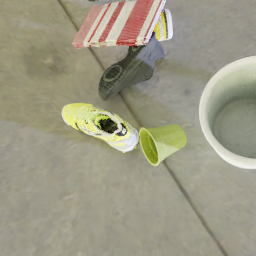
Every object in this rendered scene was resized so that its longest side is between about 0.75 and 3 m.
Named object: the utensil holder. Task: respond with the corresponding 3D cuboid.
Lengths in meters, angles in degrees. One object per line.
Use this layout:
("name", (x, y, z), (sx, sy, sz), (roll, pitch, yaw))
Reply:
("utensil holder", (2.875, -0.115, 6.464), (2.174, 2.558, 2.174), (-4, 77, 19))

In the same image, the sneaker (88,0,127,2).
("sneaker", (-0.658, -3.981, 8.282), (1.650, 0.583, 0.818), (24, 56, 20))

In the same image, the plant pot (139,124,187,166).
("plant pot", (0.979, 0.340, 7.485), (1.004, 1.057, 1.057), (-20, 74, -18))

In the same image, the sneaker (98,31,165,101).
("sneaker", (0.148, -1.592, 8.040), (2.387, 1.083, 0.906), (-45, 42, 8))

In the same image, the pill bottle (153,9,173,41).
("pill bottle", (0.517, -3.020, 8.478), (1.539, 0.865, 0.865), (-9, 73, 3))

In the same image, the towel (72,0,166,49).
("towel", (-0.281, -3.077, 8.211), (2.510, 0.286, 1.808), (7, 61, 29))

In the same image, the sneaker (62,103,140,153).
("sneaker", (-0.814, -0.231, 7.388), (2.465, 0.942, 0.929), (20, 71, 27))
